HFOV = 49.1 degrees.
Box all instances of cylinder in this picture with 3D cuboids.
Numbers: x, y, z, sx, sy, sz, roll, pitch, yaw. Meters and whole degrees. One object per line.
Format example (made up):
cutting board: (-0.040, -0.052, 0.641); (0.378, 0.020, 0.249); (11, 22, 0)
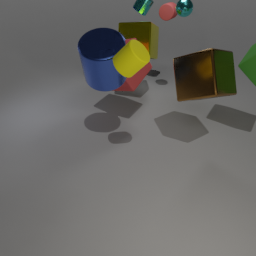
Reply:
cylinder: (-0.743, -2.093, 8.666); (1.400, 1.400, 1.400); (-1, 59, 2)
cylinder: (0.084, -1.775, 7.195); (0.700, 0.700, 0.700); (27, 46, -32)
cylinder: (0.684, -5.540, 12.558); (0.700, 0.700, 0.700); (28, 30, -18)
cylinder: (1.841, -5.276, 12.672); (0.700, 0.700, 0.700); (15, 34, 22)

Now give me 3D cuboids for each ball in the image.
ball: (2.262, -4.819, 11.225); (0.700, 0.700, 0.700); (0, 33, 0)

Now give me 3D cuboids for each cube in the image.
cube: (-0.208, -2.392, 10.755); (1.400, 1.400, 1.400); (10, 56, 47)
cube: (2.455, -1.642, 8.941); (1.400, 1.400, 1.400); (-4, 4, 45)
cube: (4.818, -2.213, 9.185); (1.400, 1.400, 1.400); (46, 59, -7)
cube: (0.466, -3.705, 12.012); (1.400, 1.400, 1.400); (6, 13, 19)
